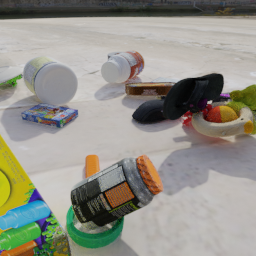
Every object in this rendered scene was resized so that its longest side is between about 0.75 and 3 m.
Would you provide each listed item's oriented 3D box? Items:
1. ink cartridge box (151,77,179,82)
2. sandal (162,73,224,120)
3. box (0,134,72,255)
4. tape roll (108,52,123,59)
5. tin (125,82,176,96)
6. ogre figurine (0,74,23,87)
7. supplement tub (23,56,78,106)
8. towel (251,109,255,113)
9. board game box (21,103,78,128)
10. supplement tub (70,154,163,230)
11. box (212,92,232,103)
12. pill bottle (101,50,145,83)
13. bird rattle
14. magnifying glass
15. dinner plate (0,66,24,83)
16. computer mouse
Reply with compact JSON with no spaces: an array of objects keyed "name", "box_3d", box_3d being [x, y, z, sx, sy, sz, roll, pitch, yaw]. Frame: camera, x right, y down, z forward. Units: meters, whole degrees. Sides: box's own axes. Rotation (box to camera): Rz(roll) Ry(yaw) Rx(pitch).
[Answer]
[{"name":"ink cartridge box","box_3d":[1.653,-1.842,11.836,1.207,0.245,1.205,16,30,29]},{"name":"sandal","box_3d":[1.979,-0.949,7.702,2.669,1.003,0.639,-27,32,-34]},{"name":"box","box_3d":[-2.467,1.550,3.143,2.823,1.788,2.930,-19,31,-32]},{"name":"tape roll","box_3d":[-0.346,-3.877,15.692,1.591,0.526,1.591,1,26,0]},{"name":"tin","box_3d":[0.922,-1.512,10.742,2.106,0.441,1.179,2,20,14]},{"name":"ogre figurine","box_3d":[-5.035,-2.086,11.968,0.808,0.662,1.348,-1,4,42]},{"name":"supplement tub","box_3d":[-2.906,-1.782,10.245,1.530,1.530,2.110,-16,29,-29]},{"name":"towel","box_3d":[5.587,-0.690,9.408,2.635,0.300,1.892,-19,32,-33]},{"name":"board game box","box_3d":[-2.476,-0.431,8.935,1.468,0.253,0.994,11,28,22]},{"name":"supplement tub","box_3d":[-0.176,1.040,4.654,1.390,0.852,0.852,-28,24,11]},{"name":"box","box_3d":[4.268,-1.034,9.608,2.213,0.400,1.582,-10,14,-12]},{"name":"pill bottle","box_3d":[-0.230,-2.723,12.555,1.216,1.216,2.168,14,29,27]},{"name":"bird rattle","box_3d":[2.487,-0.425,7.746,2.426,1.367,1.978,4,28,11]},{"name":"magnifying glass","box_3d":[-0.668,1.273,5.497,1.000,0.281,2.512,-4,28,-7]},{"name":"dinner plate","box_3d":[-5.789,-2.116,11.627,2.947,0.357,2.947,-12,24,5]},{"name":"computer mouse","box_3d":[1.181,-0.835,9.413,2.472,0.569,1.736,-8,28,-17]}]
